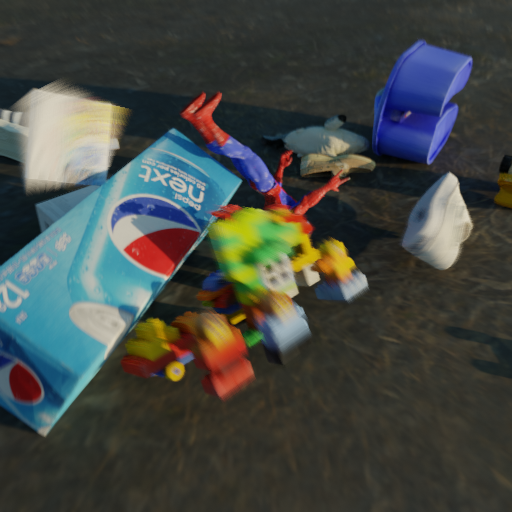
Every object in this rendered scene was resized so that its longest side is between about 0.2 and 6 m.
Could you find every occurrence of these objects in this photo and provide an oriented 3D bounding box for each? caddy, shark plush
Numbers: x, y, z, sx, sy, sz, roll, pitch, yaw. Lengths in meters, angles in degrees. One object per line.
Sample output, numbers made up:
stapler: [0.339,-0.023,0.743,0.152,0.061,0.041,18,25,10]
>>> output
caddy: [3.702,-3.599,13.123,1.762,2.373,3.357,23,40,20]
shark plush: [1.335,-2.579,13.381,2.574,1.169,1.072,-6,8,28]

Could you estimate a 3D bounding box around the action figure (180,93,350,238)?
action figure: [0.317,-1.647,9.630,1.570,3.171,1.035,-43,30,-8]

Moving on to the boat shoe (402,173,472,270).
boat shoe: [3.340,-0.607,9.960,0.916,0.930,2.623,40,36,-2]

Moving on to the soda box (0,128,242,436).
soda box: [-1.970,0.028,8.032,1.534,1.621,4.780,36,39,-4]

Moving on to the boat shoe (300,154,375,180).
boat shoe: [1.780,-1.894,12.281,1.614,0.575,0.521,4,79,10]

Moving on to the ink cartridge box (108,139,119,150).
ink cartridge box: [-3.720,-2.627,13.604,0.738,0.161,0.640,-10,37,-15]

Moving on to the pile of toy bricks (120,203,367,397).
pile of toy bricks: [-0.076,0.159,7.496,3.714,1.834,2.061,-28,17,-38]

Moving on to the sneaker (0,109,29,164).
sneaker: [-5.773,-3.055,13.461,3.033,1.137,1.282,26,42,19]

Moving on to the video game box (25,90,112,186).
video game box: [-2.630,-1.623,7.880,1.085,1.191,0.279,3,7,-33]

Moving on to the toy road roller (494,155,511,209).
toy road roller: [5.333,-1.405,11.446,0.828,0.983,1.347,23,4,30]

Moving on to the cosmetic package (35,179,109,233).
cosmetic package: [-2.958,-0.762,10.354,1.815,0.770,0.976,-25,44,-33]
